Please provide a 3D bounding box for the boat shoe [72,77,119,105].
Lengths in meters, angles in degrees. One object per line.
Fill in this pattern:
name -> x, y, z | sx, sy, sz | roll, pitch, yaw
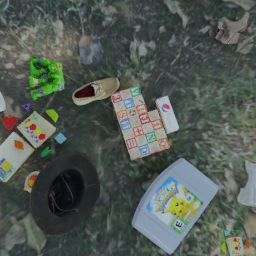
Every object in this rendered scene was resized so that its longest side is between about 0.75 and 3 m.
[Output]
boat shoe -> -1.229, -1.445, 10.759 | 1.929, 0.640, 0.714 | -27, 81, -5

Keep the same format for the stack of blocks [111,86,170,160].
stack of blocks -> 0.429, -0.226, 10.486 | 1.465, 0.745, 2.543 | -18, 80, -3

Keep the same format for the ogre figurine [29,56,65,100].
ogre figurine -> -3.083, -1.981, 10.681 | 1.228, 2.047, 1.005 | -6, 124, -11

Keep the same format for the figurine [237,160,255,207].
figurine -> 4.975, 2.093, 10.184 | 1.708, 0.735, 1.666 | 15, 72, 3

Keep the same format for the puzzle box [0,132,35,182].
puzzle box -> -4.454, 1.081, 10.538 | 1.066, 0.204, 1.602 | 40, 83, 6

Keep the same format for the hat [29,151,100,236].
hat -> -2.345, 2.172, 9.738 | 1.153, 2.858, 2.858 | -1, 77, 42

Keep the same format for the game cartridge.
game cartridge -> 1.586, 2.658, 9.890 | 1.982, 0.601, 2.972 | 38, 84, -1

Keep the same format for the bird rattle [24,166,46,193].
bird rattle -> -3.304, 1.945, 10.207 | 1.001, 0.692, 1.228 | 6, 77, 18

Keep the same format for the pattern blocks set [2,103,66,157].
pattern blocks set -> -3.501, 0.036, 10.641 | 1.961, 0.181, 2.231 | -35, 75, -10

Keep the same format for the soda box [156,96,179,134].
soda box -> 1.491, -0.504, 10.703 | 0.461, 0.431, 1.352 | -18, 80, -3

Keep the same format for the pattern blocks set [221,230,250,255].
pattern blocks set -> 3.852, 4.248, 10.038 | 1.024, 0.094, 1.165 | 2, 80, 0

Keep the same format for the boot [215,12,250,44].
boot -> 4.190, -4.095, 11.305 | 1.116, 0.536, 1.526 | 16, 77, 8

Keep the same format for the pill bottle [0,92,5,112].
pill bottle -> -5.614, -0.850, 10.473 | 1.677, 1.003, 1.003 | -19, 81, -3
